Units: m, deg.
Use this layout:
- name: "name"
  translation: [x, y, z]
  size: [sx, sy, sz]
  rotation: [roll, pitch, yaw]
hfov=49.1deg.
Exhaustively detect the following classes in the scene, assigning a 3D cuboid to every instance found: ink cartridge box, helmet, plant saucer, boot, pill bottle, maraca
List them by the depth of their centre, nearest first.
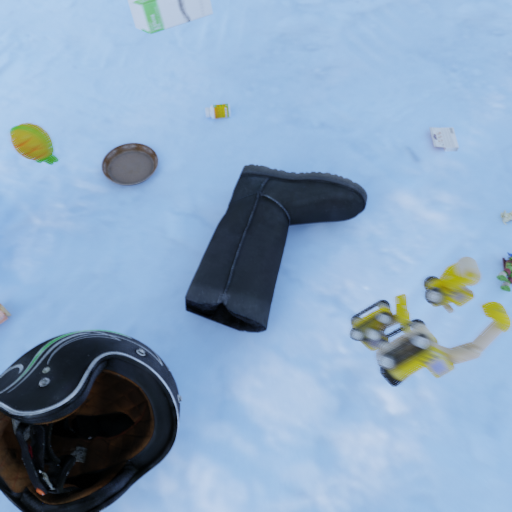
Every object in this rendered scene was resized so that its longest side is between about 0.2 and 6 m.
- name: "helmet"
  translation: [-2.533, 2.334, 8.372]
  size: [2.665, 2.665, 2.541]
  rotation: [33, 36, 20]
- name: "ink cartridge box"
  translation: [-1.449, -4.215, 9.486]
  size: [1.186, 0.498, 0.863]
  rotation: [-24, 36, -16]
- name: "maraca"
  translation: [-4.019, -1.994, 10.157]
  size: [0.740, 1.079, 0.577]
  rotation: [12, 66, 9]
- name: "boot"
  translation: [0.444, -0.116, 10.826]
  size: [2.831, 1.128, 3.435]
  rotation: [9, 53, 17]
- name: "plant saucer"
  translation: [-2.845, -2.040, 12.695]
  size: [1.273, 0.204, 1.273]
  rotation: [0, 56, 0]
- name: "ink cartridge box"
  translation: [4.406, -2.750, 13.195]
  size: [0.591, 0.150, 0.671]
  rotation: [1, 56, -1]
- name: "pill bottle"
  translation: [-0.931, -3.501, 13.585]
  size: [0.595, 0.331, 0.331]
  rotation: [-7, 57, -5]

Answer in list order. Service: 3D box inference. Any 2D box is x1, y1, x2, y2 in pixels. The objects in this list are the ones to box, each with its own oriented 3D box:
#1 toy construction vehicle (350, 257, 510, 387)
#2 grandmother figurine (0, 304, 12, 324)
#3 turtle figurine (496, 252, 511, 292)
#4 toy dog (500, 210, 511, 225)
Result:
- name: "toy construction vehicle"
  translation: [2.025, 0.864, 6.753]
  size: [1.819, 1.584, 0.641]
  rotation: [-35, 99, 19]
- name: "grandmother figurine"
  translation: [-5.174, 1.409, 10.313]
  size: [1.320, 0.400, 0.800]
  rotation: [-43, 41, -21]
- name: "turtle figurine"
  translation: [5.139, 0.294, 10.890]
  size: [0.876, 0.630, 0.849]
  rotation: [36, 67, 25]
- name: "toy dog"
  translation: [5.400, -0.819, 11.869]
  size: [0.333, 0.233, 0.323]
  rotation: [4, 69, 2]
